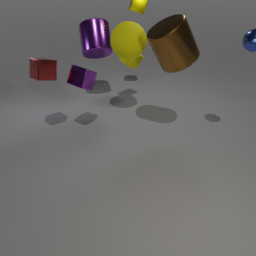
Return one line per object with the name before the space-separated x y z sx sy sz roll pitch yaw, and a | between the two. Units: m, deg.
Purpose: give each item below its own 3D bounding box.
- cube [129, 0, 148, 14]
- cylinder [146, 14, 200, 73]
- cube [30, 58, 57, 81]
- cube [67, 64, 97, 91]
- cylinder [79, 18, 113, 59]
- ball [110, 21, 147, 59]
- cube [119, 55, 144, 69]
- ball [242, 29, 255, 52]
cube | 0.474 -5.673 12.772 0.700 0.700 0.700 14 26 -10
cylinder | 1.524 -2.823 9.424 1.400 1.400 1.400 -23 35 18
cube | -2.965 -2.057 9.800 0.700 0.700 0.700 -9 22 -42
cube | -1.663 -1.822 10.155 0.700 0.700 0.700 22 9 24
cylinder | -1.485 -4.089 12.904 1.400 1.400 1.400 -8 -4 -1
ball | 0.020 -3.371 10.804 1.400 1.400 1.400 0 30 0
cube | 0.151 -3.205 12.816 0.700 0.700 0.700 41 19 21
ball | 3.981 -2.754 8.830 0.700 0.700 0.700 0 30 0
